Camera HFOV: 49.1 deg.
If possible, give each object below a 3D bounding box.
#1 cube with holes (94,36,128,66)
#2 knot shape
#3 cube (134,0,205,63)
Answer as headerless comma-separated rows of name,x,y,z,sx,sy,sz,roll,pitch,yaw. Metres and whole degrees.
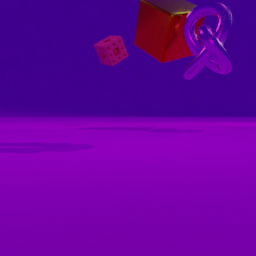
cube with holes,-0.684,-3.139,11.353,0.855,0.855,0.855,-37,35,-20
knot shape,1.764,-1.995,6.346,0.823,1.667,1.781,-1,1,-9
cube,1.088,-2.695,7.561,1.267,1.267,1.267,-21,49,-31
